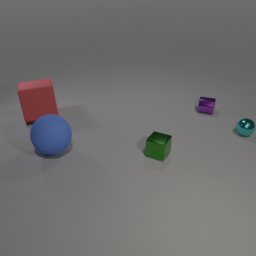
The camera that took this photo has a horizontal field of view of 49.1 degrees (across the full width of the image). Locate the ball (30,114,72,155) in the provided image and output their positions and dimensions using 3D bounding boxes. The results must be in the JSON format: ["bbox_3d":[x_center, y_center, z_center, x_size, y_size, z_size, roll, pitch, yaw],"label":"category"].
[{"bbox_3d":[-2.659,0.227,9.717,1.400,1.400,1.400,0,30,0],"label":"ball"}]

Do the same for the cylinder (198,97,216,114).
[{"bbox_3d":[3.578,-1.041,12.717,0.700,0.700,0.700,10,31,17],"label":"cylinder"}]

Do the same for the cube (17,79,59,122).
[{"bbox_3d":[-3.889,-1.226,12.128,1.400,1.400,1.400,-12,25,-15],"label":"cube"}]

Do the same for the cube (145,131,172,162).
[{"bbox_3d":[1.072,0.633,9.818,0.700,0.700,0.700,15,33,24],"label":"cube"}]

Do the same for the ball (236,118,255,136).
[{"bbox_3d":[4.617,-0.036,10.968,0.700,0.700,0.700,0,30,0],"label":"ball"}]
